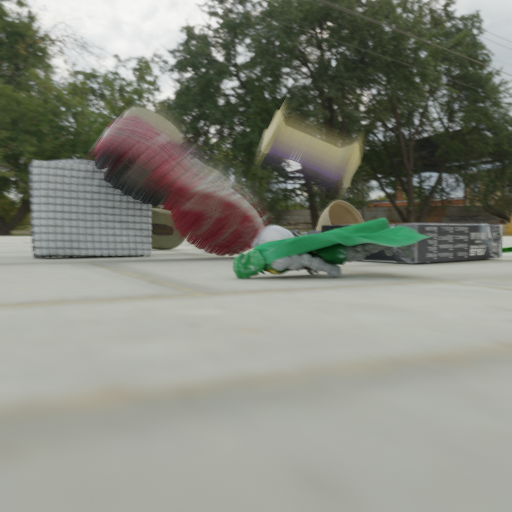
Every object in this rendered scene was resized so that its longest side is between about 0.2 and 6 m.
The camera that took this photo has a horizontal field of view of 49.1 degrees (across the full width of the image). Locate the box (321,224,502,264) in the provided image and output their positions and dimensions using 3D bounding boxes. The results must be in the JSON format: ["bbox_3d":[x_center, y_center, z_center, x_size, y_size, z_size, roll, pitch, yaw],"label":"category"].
[{"bbox_3d":[2.624,-0.241,9.424,2.454,0.611,1.935,-2,3,-39],"label":"box"}]

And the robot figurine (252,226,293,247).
[{"bbox_3d":[0.353,-0.222,9.446,0.809,0.539,0.954,-5,-4,14],"label":"robot figurine"}]

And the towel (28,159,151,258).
[{"bbox_3d":[-3.007,-0.825,10.251,2.117,1.753,0.906,-1,-3,-29],"label":"towel"}]

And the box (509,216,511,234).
[{"bbox_3d":[5.286,-0.309,8.384,1.475,0.514,2.478,-1,13,-20],"label":"box"}]

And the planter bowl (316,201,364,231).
[{"bbox_3d":[2.130,-0.696,14.816,1.286,1.286,0.865,-2,-24,-37],"label":"planter bowl"}]

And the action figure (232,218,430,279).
[{"bbox_3d":[0.677,-0.030,5.937,1.942,0.531,1.147,-8,6,-16],"label":"action figure"}]

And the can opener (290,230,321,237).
[{"bbox_3d":[1.311,-0.268,13.401,0.646,0.515,1.932,-41,27,-31],"label":"can opener"}]

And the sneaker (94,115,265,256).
[{"bbox_3d":[-1.111,-1.238,9.667,3.283,1.226,1.324,38,-58,-23],"label":"sneaker"}]

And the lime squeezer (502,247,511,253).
[{"bbox_3d":[4.698,-0.058,9.672,0.768,0.410,2.175,-30,2,5],"label":"lime squeezer"}]

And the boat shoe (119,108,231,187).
[{"bbox_3d":[-1.766,-1.853,11.460,0.957,1.117,3.053,9,-20,41],"label":"boat shoe"}]

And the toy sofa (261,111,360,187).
[{"bbox_3d":[0.822,-1.582,8.761,1.494,0.729,0.619,21,38,-10],"label":"toy sofa"}]

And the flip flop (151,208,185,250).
[{"bbox_3d":[-3.076,-0.608,13.285,3.234,1.311,0.931,5,14,-32],"label":"flip flop"}]
